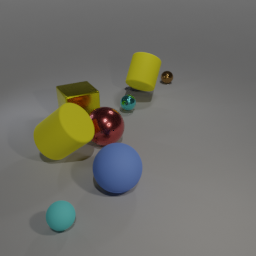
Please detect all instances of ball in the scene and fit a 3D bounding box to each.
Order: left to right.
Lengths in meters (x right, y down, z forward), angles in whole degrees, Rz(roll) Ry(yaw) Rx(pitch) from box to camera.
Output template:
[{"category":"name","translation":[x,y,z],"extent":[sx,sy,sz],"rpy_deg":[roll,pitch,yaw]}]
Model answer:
[{"category":"ball","translation":[-1.620,2.107,6.749],"extent":[0.700,0.700,0.700],"rpy_deg":[0,29,0]},{"category":"ball","translation":[-0.823,-0.061,9.974],"extent":[1.400,1.400,1.400],"rpy_deg":[0,29,0]},{"category":"ball","translation":[-0.293,1.116,7.891],"extent":[1.400,1.400,1.400],"rpy_deg":[0,29,0]},{"category":"ball","translation":[0.005,-1.124,12.389],"extent":[0.700,0.700,0.700],"rpy_deg":[0,29,0]},{"category":"ball","translation":[2.179,-2.841,15.644],"extent":[0.700,0.700,0.700],"rpy_deg":[0,29,0]}]

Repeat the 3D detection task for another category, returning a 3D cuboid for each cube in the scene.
[{"category":"cube","translation":[-2.054,-0.995,11.641],"extent":[1.400,1.400,1.400],"rpy_deg":[-14,32,-24]}]

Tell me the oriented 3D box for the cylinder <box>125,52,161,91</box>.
[{"category":"cylinder","translation":[0.724,-2.605,13.104],"extent":[1.400,1.400,1.400],"rpy_deg":[15,-7,2]}]

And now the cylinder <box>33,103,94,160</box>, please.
[{"category":"cylinder","translation":[-2.044,0.124,8.981],"extent":[1.400,1.400,1.400],"rpy_deg":[-32,15,30]}]

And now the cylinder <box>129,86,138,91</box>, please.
[{"category":"cylinder","translation":[0.330,-2.397,14.600],"extent":[0.700,0.700,0.700],"rpy_deg":[-12,57,19]}]
